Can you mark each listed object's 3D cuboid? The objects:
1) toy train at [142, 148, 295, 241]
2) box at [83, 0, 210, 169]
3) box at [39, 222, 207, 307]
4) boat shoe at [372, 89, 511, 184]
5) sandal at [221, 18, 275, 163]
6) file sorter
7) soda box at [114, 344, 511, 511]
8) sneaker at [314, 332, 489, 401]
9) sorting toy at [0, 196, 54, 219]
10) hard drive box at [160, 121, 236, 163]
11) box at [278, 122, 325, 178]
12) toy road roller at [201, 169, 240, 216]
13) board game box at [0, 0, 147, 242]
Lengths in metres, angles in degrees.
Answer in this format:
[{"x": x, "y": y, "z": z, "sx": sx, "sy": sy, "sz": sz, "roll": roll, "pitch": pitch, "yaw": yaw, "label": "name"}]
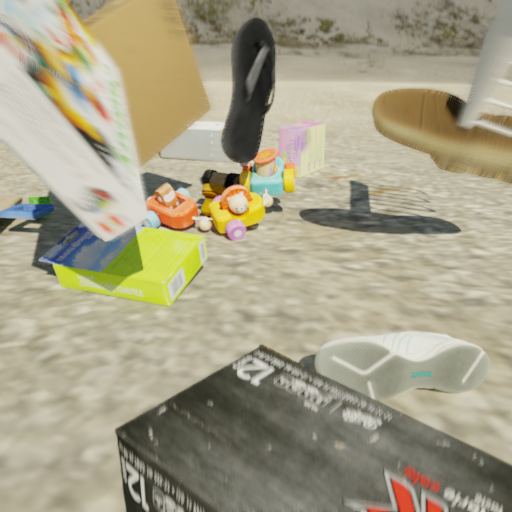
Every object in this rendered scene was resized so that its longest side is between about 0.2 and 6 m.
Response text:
[{"x": -0.598, "y": -1.300, "z": 9.939, "sx": 2.136, "sy": 0.791, "sz": 2.843, "roll": 28, "pitch": 53, "yaw": 34, "label": "toy train"}, {"x": -1.767, "y": -2.779, "z": 8.787, "sx": 0.257, "sy": 2.419, "sz": 1.977, "roll": 30, "pitch": 64, "yaw": 33, "label": "box"}, {"x": -1.770, "y": 0.044, "z": 7.576, "sx": 1.914, "sy": 0.456, "sz": 1.167, "roll": 8, "pitch": 37, "yaw": 20, "label": "box"}, {"x": 2.766, "y": -1.501, "z": 7.628, "sx": 2.653, "sy": 0.856, "sz": 0.945, "roll": 15, "pitch": 58, "yaw": -5, "label": "boat shoe"}, {"x": 0.015, "y": -2.675, "z": 9.076, "sx": 0.517, "sy": 2.413, "sz": 0.917, "roll": -1, "pitch": -11, "yaw": 41, "label": "sandal"}, {"x": 3.684, "y": -2.611, "z": 7.032, "sx": 1.338, "sy": 1.491, "sz": 2.149, "roll": 23, "pitch": 57, "yaw": 7, "label": "file sorter"}, {"x": 0.924, "y": 1.725, "z": 2.527, "sx": 3.640, "sy": 1.153, "sz": 1.288, "roll": 18, "pitch": 28, "yaw": 40, "label": "soda box"}, {"x": 1.324, "y": 1.011, "z": 5.372, "sx": 1.638, "sy": 0.576, "sz": 0.656, "roll": 2, "pitch": 11, "yaw": -9, "label": "sneaker"}, {"x": -5.261, "y": -0.634, "z": 9.662, "sx": 3.580, "sy": 0.488, "sz": 2.016, "roll": -1, "pitch": 17, "yaw": -4, "label": "sorting toy"}, {"x": -1.353, "y": -3.276, "z": 15.926, "sx": 2.248, "sy": 0.863, "sz": 1.752, "roll": 6, "pitch": 21, "yaw": 15, "label": "hard drive box"}, {"x": 1.143, "y": -2.664, "z": 13.925, "sx": 0.634, "sy": 1.153, "sz": 1.311, "roll": 13, "pitch": 25, "yaw": 30, "label": "box"}, {"x": -0.598, "y": -1.062, "z": 10.648, "sx": 0.726, "sy": 0.863, "sz": 1.182, "roll": 13, "pitch": -13, "yaw": 27, "label": "toy road roller"}, {"x": -2.161, "y": -1.975, "z": 5.917, "sx": 0.589, "sy": 2.150, "sz": 3.406, "roll": -28, "pitch": 45, "yaw": 7, "label": "board game box"}]
